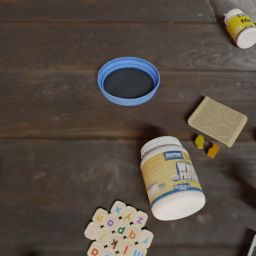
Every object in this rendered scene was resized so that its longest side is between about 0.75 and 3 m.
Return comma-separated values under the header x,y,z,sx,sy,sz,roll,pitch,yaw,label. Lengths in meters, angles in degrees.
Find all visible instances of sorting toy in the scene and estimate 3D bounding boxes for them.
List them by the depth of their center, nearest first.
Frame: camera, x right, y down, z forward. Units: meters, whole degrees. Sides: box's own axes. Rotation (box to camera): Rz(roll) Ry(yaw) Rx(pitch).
x,y,z,sx,sy,sz,roll,pitch,yaw,label
2.530,-0.011,8.338,1.438,0.258,1.930,33,59,17,sorting toy

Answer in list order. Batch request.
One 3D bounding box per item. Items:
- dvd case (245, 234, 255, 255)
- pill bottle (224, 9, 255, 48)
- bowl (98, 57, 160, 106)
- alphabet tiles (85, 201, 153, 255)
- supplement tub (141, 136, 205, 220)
x,y,z,sx,sy,sz,roll,pitch,yaw,label
2.958,3.471,5.653,1.551,0.255,2.064,27,57,20,dvd case
4.371,-3.886,10.867,0.867,0.867,1.517,-8,54,-6,pill bottle
0.023,-1.570,9.399,2.059,0.404,2.059,0,53,0,bowl
-0.212,2.477,6.501,1.480,0.108,1.447,21,55,15,alphabet tiles
1.003,1.189,6.756,1.237,1.237,1.710,-9,54,-7,supplement tub
